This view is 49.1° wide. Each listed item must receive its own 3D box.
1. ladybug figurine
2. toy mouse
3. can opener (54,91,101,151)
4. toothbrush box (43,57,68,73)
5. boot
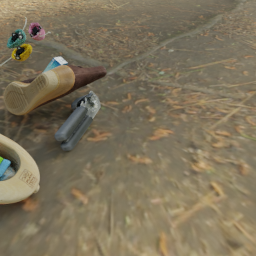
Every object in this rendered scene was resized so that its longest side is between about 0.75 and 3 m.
[{"bbox_3d":[-2.930,0.835,5.786,2.279,0.820,1.547,33,35,-12],"label":"ladybug figurine"},{"bbox_3d":[-4.157,-3.704,11.573,2.454,0.475,2.181,-21,58,17],"label":"toy mouse"},{"bbox_3d":[-1.475,-0.262,8.061,0.803,0.641,2.403,-9,32,28],"label":"can opener"},{"bbox_3d":[-2.584,-2.036,9.795,0.371,0.869,0.636,43,19,-5],"label":"toothbrush box"},{"bbox_3d":[-2.248,-1.201,8.650,2.757,0.997,2.293,-15,5,39],"label":"boot"}]
